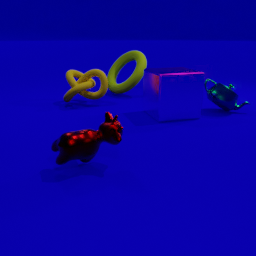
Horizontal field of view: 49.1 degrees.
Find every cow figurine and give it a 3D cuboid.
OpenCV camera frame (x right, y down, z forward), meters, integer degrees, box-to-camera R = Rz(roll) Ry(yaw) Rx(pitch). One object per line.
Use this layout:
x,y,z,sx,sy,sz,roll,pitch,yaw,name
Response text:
-0.686,0.199,5.021,1.158,1.140,0.636,-3,61,-44,cow figurine

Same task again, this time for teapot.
3.068,-1.006,8.810,1.602,0.784,0.996,35,14,0,teapot

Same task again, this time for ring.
-0.084,-2.250,11.268,0.395,1.974,1.974,34,-7,-40,ring

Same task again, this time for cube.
1.311,-1.051,8.401,1.356,1.356,1.356,-5,20,-15,cube

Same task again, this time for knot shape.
-1.595,-1.564,9.801,1.642,0.759,1.537,-22,44,-10,knot shape
